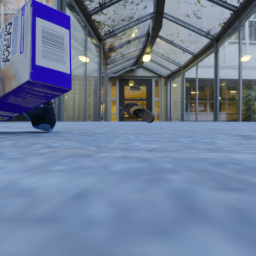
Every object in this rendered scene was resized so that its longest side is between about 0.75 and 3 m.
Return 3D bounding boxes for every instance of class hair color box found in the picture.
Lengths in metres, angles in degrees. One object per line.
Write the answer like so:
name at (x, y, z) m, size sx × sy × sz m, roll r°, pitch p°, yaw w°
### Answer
hair color box at (-1.663, -0.852, 4.157) m, size 0.655 × 1.105 × 2.022 m, roll 9°, pitch -17°, yaw -44°

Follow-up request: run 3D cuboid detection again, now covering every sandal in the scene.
sandal at (0.373, -0.578, 10.689) m, size 1.367 × 0.559 × 0.373 m, roll 32°, pitch 21°, yaw 21°

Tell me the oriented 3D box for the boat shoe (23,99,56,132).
boat shoe at (-1.480, -0.353, 4.909) m, size 0.592 × 0.483 × 1.407 m, roll 10°, pitch 13°, yaw -37°
